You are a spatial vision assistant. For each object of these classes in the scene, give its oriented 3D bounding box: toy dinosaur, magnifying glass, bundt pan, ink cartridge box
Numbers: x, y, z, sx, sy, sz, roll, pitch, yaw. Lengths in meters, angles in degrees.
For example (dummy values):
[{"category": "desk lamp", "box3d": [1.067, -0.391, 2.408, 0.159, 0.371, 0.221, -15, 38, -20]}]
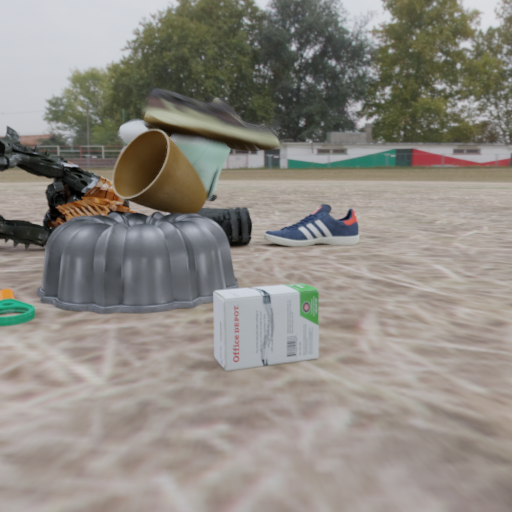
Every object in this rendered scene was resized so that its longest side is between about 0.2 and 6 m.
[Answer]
[{"category": "toy dinosaur", "box3d": [-3.507, -1.066, 10.739, 3.026, 2.277, 4.458, 14, -16, -15]}, {"category": "magnifying glass", "box3d": [-2.790, 0.570, 6.290, 0.524, 0.147, 1.316, -5, 13, -25]}, {"category": "bundt pan", "box3d": [-1.526, -0.039, 7.339, 2.611, 0.980, 2.611, -1, 10, 0]}, {"category": "ink cartridge box", "box3d": [0.077, 0.580, 4.705, 0.845, 0.619, 0.351, -3, 9, -21]}]

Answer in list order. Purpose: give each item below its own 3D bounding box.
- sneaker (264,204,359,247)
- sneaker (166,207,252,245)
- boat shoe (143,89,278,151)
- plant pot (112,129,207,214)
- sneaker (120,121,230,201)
[{"category": "sneaker", "box3d": [1.113, -0.637, 11.285, 1.958, 0.828, 0.734, -3, 10, -12]}, {"category": "sneaker", "box3d": [-0.793, -0.579, 10.649, 1.258, 0.897, 2.536, -3, 4, 15]}, {"category": "boat shoe", "box3d": [-0.606, -2.023, 8.297, 2.041, 0.661, 0.747, 8, -5, -21]}, {"category": "plant pot", "box3d": [-1.303, -1.074, 8.267, 1.105, 1.105, 1.185, 8, -18, 41]}, {"category": "sneaker", "box3d": [-1.768, -1.946, 12.255, 1.074, 1.721, 2.919, 29, 20, 37]}]
